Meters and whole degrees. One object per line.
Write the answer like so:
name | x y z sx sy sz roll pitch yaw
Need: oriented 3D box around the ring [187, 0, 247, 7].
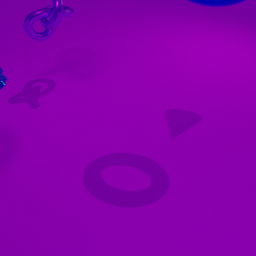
ring | 1.520 -2.978 4.998 1.992 0.398 1.992 0 68 0

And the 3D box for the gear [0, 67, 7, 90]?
gear | -3.255 -1.342 6.219 0.219 1.184 1.184 -38 44 11

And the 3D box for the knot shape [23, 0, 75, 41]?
knot shape | -2.250 -3.386 8.405 1.662 0.768 1.555 -29 22 33
